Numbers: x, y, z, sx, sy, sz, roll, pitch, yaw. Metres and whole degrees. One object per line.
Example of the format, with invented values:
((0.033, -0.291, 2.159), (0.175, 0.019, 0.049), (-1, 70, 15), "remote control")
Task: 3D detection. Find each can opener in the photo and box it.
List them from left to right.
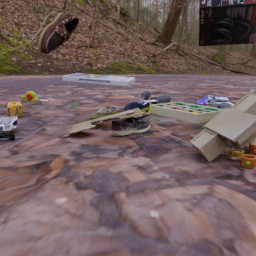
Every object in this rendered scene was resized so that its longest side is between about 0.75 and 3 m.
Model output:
((1.400, -1.547, 13.986), (0.546, 0.685, 2.048), (12, 18, 42), "can opener")

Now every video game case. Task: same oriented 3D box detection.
((-0.910, -1.631, 9.380), (2.120, 0.191, 1.518), (6, 16, 9), "video game case")

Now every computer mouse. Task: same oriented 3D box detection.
((-3.546, 0.034, 8.085), (0.891, 0.356, 1.625), (-6, 19, -5), "computer mouse")

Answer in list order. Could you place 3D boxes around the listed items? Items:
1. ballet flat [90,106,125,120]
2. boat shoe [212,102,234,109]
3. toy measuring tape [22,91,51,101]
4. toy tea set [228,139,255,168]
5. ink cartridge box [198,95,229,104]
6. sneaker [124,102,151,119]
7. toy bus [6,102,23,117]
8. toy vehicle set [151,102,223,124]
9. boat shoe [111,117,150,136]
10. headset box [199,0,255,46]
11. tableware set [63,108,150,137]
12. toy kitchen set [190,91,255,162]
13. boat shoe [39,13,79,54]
((-0.721, -0.580, 10.370), (1.421, 0.502, 0.502), (-4, 14, -14), "ballet flat")
((3.985, -0.838, 11.303), (0.482, 0.543, 1.476), (-8, 16, -16), "boat shoe")
((-4.952, -1.719, 15.082), (1.542, 0.567, 0.567), (0, 13, 1), "toy measuring tape")
((2.612, 0.522, 5.569), (0.819, 0.510, 1.377), (-2, 13, -7), "toy tea set")
((4.343, -1.444, 14.392), (1.464, 0.318, 1.451), (2, 14, 12), "ink cartridge box")
((0.250, -0.679, 10.538), (0.713, 0.641, 1.733), (4, 7, 29), "sneaker")
((-4.435, -0.710, 10.927), (0.566, 0.470, 1.445), (-4, 13, -21), "toy bus")
((2.257, -0.643, 10.899), (1.611, 0.344, 2.593), (-9, 16, -33), "toy vehicle set")
((0.103, -0.099, 8.269), (1.492, 0.483, 0.536), (-11, 17, -40), "boat shoe")
((2.889, -3.039, 7.840), (1.749, 1.301, 0.675), (3, 56, 14), "headset box")
((-0.568, -0.220, 8.188), (2.434, 0.282, 2.033), (-12, 4, 28), "tableware set")
((2.616, 0.405, 5.775), (1.803, 1.627, 1.471), (-40, 10, 3), "toy kitchen set")
((-2.147, -3.021, 8.854), (0.671, 0.672, 1.909), (15, 57, 7), "boat shoe")
